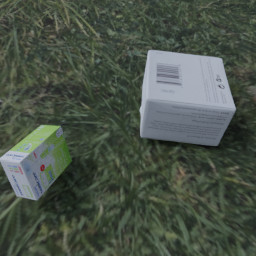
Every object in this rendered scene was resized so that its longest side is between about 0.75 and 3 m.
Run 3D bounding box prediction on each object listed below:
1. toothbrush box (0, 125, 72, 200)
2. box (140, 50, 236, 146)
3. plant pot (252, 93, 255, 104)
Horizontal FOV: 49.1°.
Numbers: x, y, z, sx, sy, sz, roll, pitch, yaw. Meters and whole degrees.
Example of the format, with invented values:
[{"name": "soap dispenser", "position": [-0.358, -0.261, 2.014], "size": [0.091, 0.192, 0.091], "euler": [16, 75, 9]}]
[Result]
[{"name": "toothbrush box", "position": [-2.042, 0.742, 6.462], "size": [0.630, 1.065, 1.463], "euler": [4, 31, 25]}, {"name": "box", "position": [1.551, -0.888, 7.999], "size": [2.271, 1.485, 2.260], "euler": [6, 48, -1]}, {"name": "plant pot", "position": [4.769, -0.640, 8.109], "size": [1.533, 1.533, 1.636], "euler": [-21, 66, -17]}]
